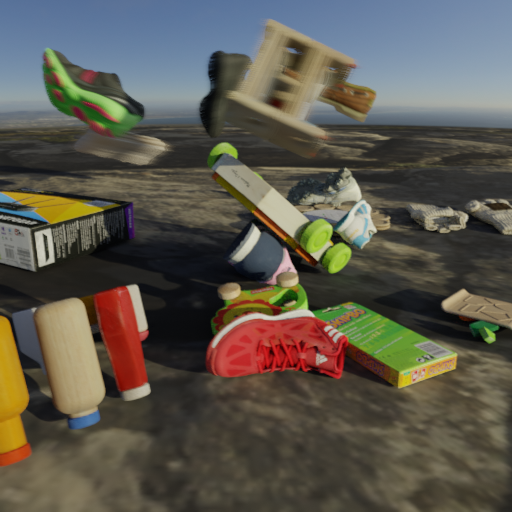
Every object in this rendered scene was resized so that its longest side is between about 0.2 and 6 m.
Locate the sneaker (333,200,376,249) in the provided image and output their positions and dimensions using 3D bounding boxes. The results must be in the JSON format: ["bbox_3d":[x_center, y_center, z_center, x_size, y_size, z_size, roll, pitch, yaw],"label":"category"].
[{"bbox_3d":[2.348,-0.707,12.917,0.775,0.734,1.918,43,30,1],"label":"sneaker"}]

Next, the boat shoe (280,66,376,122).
[{"bbox_3d":[1.723,-4.154,13.605,2.453,0.834,0.883,21,26,-12],"label":"boat shoe"}]

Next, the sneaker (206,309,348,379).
[{"bbox_3d":[0.397,1.162,6.993,1.923,0.753,1.111,-16,22,-38],"label":"sneaker"}]

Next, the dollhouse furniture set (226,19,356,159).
[{"bbox_3d":[0.426,-2.381,9.331,1.512,1.521,2.158,24,-17,-4],"label":"dollhouse furniture set"}]

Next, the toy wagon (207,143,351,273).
[{"bbox_3d":[0.567,-0.728,11.010,2.863,0.730,3.690,43,3,30],"label":"toy wagon"}]

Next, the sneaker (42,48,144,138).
[{"bbox_3d":[-3.250,-3.199,11.016,2.613,1.003,1.095,40,44,16],"label":"sneaker"}]

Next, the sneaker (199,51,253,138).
[{"bbox_3d":[-0.657,-3.657,12.958,1.019,2.246,0.853,-14,59,-29],"label":"sneaker"}]

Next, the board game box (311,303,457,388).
[{"bbox_3d":[1.609,1.149,7.765,0.997,0.313,2.087,-10,22,-29],"label":"board game box"}]

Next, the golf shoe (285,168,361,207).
[{"bbox_3d":[1.952,-1.719,16.394,2.376,1.155,0.930,-6,51,44],"label":"golf shoe"}]

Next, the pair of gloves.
[{"bbox_3d":[5.474,-1.094,14.617,2.864,0.502,2.435,1,18,7],"label":"pair of gloves"}]

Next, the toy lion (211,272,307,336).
[{"bbox_3d":[0.064,0.851,8.318,1.500,0.515,1.438,-12,26,-7],"label":"toy lion"}]

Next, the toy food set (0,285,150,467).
[{"bbox_3d":[-2.080,1.201,6.685,1.481,1.396,3.102,-14,-1,1],"label":"toy food set"}]

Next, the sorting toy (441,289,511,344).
[{"bbox_3d":[3.449,0.930,8.551,1.167,0.232,1.579,19,22,35],"label":"sorting toy"}]

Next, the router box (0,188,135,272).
[{"bbox_3d":[-5.107,-0.741,12.642,3.790,0.968,2.827,10,20,29],"label":"router box"}]

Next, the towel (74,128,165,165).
[{"bbox_3d":[-3.233,-2.580,13.301,1.876,0.323,1.243,6,-15,-36],"label":"towel"}]

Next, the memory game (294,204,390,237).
[{"bbox_3d":[1.959,-0.958,14.681,3.130,0.199,3.130,0,17,0],"label":"memory game"}]

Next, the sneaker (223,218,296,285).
[{"bbox_3d":[0.102,0.030,10.672,1.227,1.050,2.992,37,7,-4],"label":"sneaker"}]
